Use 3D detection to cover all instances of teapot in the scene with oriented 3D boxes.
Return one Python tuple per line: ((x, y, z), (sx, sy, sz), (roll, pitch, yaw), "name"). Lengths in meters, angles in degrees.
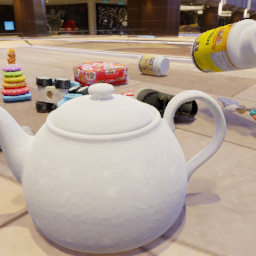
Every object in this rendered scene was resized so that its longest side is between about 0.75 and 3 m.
((-0.310, 0.341, 4.643), (2.927, 2.166, 2.966), (16, 26, 33), "teapot")

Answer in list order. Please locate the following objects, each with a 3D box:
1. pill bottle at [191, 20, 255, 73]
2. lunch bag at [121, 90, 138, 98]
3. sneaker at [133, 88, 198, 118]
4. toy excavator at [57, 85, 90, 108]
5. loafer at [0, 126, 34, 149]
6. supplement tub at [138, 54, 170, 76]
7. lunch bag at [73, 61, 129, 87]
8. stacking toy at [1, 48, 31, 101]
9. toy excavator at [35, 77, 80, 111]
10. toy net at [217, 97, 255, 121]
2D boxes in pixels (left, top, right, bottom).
((3.105, -2.398, 8.401), (1.363, 1.363, 2.495), (-9, 10, -21), "pill bottle")
((0.257, -1.141, 10.726), (0.957, 0.392, 0.843), (-8, 28, -18), "lunch bag")
((1.187, -0.737, 8.479), (1.225, 0.863, 2.307), (11, 11, 37), "sneaker")
((-1.743, -0.464, 8.440), (1.873, 0.935, 1.821), (-35, 26, -28), "toy excavator")
((-3.204, 0.254, 6.983), (1.659, 0.580, 0.579), (-11, 17, -27), "loafer")
((1.427, -3.520, 15.586), (1.521, 1.106, 1.106), (17, 28, 37), "supplement tub")
((-1.211, -2.593, 13.440), (2.406, 0.986, 2.119), (-15, 26, -32), "lunch bag")
((-4.458, -2.097, 10.894), (1.082, 1.971, 1.144), (-8, 21, -19), "stacking toy")
((-1.924, -1.264, 10.265), (2.226, 1.144, 2.289), (9, 15, 17), "toy excavator")
((3.567, -0.334, 8.190), (2.329, 0.450, 1.222), (27, 30, 36), "toy net")
